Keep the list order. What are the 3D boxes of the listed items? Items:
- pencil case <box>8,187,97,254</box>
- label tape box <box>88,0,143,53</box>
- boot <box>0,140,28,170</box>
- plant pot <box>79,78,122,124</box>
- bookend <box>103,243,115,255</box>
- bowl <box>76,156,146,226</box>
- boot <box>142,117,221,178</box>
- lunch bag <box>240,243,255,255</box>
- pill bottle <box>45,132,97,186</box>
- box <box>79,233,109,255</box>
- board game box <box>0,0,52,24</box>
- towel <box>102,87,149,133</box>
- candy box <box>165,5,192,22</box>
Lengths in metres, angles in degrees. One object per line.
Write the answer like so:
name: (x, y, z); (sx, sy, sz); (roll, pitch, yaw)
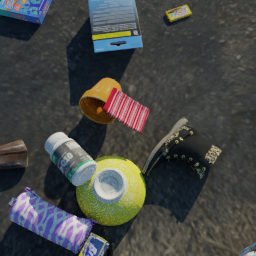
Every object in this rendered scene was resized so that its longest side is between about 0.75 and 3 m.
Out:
pencil case: (-2.664, 3.217, 9.797); (2.913, 1.222, 1.245); (25, 63, 7)
label tape box: (-0.586, -4.514, 12.754); (2.148, 0.943, 2.978); (-7, 70, -3)
boot: (-5.068, 0.686, 10.945); (2.313, 0.743, 2.156); (-13, 83, -1)
plant pot: (-0.968, -1.200, 11.341); (1.560, 1.560, 1.428); (20, 56, 7)
bookend: (-1.296, 4.654, 9.514); (1.527, 0.708, 1.537); (6, 69, 2)
bowl: (-0.637, 2.138, 10.067); (2.643, 1.422, 2.643); (0, 71, 0)
boot: (2.038, 1.148, 10.661); (2.079, 1.010, 2.761); (39, 72, 12)
lunch bag: (4.252, 5.111, 8.957); (2.356, 1.498, 1.998); (-45, 74, -4)
pill bottle: (-2.008, 1.027, 9.683); (1.034, 1.034, 1.829); (-43, 63, -14)
box: (-1.331, 4.382, 8.923); (0.601, 0.654, 1.868); (22, 66, 18)
board game box: (-4.964, -6.012, 13.556); (2.133, 0.480, 1.622); (13, 70, 5)
towel: (-0.040, -0.683, 10.476); (1.705, 0.192, 1.233); (32, 54, -11)
candy box: (2.451, -5.560, 13.570); (1.144, 0.151, 0.585); (-22, 74, -8)
